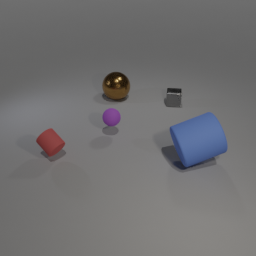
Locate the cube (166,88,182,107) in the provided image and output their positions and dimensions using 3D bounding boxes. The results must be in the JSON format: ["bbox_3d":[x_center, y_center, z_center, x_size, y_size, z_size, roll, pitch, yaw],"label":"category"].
[{"bbox_3d":[2.204,-1.469,13.486,0.700,0.700,0.700,4,30,7],"label":"cube"}]

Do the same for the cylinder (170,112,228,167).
[{"bbox_3d":[2.241,0.370,9.041,1.400,1.400,1.400,-21,31,2],"label":"cylinder"}]

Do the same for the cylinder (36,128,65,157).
[{"bbox_3d":[-2.617,0.488,9.497,0.700,0.700,0.700,46,44,8],"label":"cylinder"}]

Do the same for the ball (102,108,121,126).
[{"bbox_3d":[-0.629,-0.411,10.717,0.700,0.700,0.700,0,30,0],"label":"ball"}]

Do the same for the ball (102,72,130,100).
[{"bbox_3d":[-0.581,-2.080,13.887,1.400,1.400,1.400,0,30,0],"label":"ball"}]
